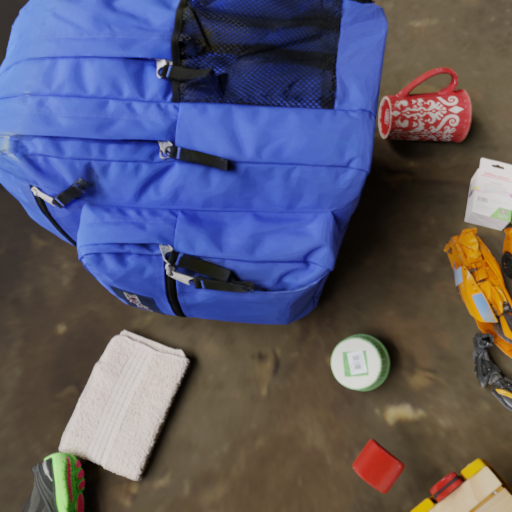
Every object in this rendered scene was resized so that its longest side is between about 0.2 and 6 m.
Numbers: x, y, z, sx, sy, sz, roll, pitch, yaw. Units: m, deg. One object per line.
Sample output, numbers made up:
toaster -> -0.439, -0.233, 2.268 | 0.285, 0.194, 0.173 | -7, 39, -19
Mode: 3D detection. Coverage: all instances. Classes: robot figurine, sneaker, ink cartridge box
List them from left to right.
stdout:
sneaker -> -2.773, 3.671, 7.601 | 0.777, 0.712, 1.855 | -13, 63, 15
ink cartridge box -> 4.103, -1.084, 9.786 | 0.676, 0.389, 1.155 | 16, 67, 7
robot figurine -> 4.212, 0.913, 8.621 | 2.204, 0.885, 3.040 | -15, 67, -5

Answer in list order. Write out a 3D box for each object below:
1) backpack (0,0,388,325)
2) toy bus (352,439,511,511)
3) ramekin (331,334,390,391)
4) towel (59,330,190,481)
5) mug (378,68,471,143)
backpack -> -1.111, -1.376, 7.892 | 5.079, 4.127, 4.262 | 9, 69, 3
toy bus -> 2.239, 3.813, 6.811 | 2.881, 1.488, 2.718 | 1, 71, 28
ramekin -> 1.501, 1.568, 8.203 | 0.840, 0.411, 0.840 | -4, 81, 24
towel -> -1.917, 2.172, 8.359 | 1.311, 0.341, 1.978 | 18, 67, 9
mug -> 2.967, -2.633, 10.027 | 1.402, 0.935, 1.244 | -3, 93, -4
